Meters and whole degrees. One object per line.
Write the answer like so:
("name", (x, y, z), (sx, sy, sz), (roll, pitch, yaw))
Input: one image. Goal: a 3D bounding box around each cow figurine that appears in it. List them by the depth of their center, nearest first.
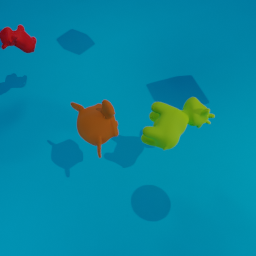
("cow figurine", (1.150, -0.080, 6.362), (1.435, 0.800, 1.458), (18, 63, 6))
("cow figurine", (-2.814, -2.225, 7.213), (0.539, 0.981, 0.965), (-30, 47, 20))

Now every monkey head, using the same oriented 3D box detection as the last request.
("monkey head", (-0.640, -0.129, 5.653), (0.815, 0.973, 1.352), (-26, 72, -15))
